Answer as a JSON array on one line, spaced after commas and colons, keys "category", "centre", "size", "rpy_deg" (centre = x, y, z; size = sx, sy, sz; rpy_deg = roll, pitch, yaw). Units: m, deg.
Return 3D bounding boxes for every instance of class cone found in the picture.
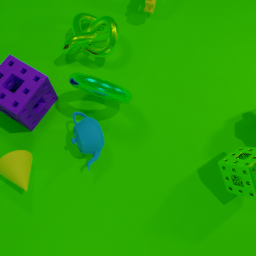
[{"category": "cone", "centre": [-2.852, 1.280, 7.422], "size": [0.984, 0.984, 0.988], "rpy_deg": [-32, 58, -10]}]

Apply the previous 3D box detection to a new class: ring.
[{"category": "ring", "centre": [-0.755, -1.087, 7.792], "size": [1.844, 1.844, 0.369], "rpy_deg": [18, 91, 6]}]

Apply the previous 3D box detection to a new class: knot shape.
[{"category": "knot shape", "centre": [-1.305, -2.847, 8.807], "size": [1.840, 0.909, 1.966], "rpy_deg": [-33, 49, -8]}]

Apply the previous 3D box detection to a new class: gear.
[{"category": "gear", "centre": [0.852, -4.604, 9.196], "size": [0.287, 1.551, 1.551], "rpy_deg": [13, 71, 1]}]

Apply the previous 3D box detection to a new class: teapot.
[{"category": "teapot", "centre": [-1.151, 0.311, 7.809], "size": [0.832, 1.056, 1.699], "rpy_deg": [-17, 77, -20]}]

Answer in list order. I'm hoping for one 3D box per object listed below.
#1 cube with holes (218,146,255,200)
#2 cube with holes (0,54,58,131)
[{"category": "cube with holes", "centre": [3.133, 1.135, 7.306], "size": [0.939, 0.939, 0.939], "rpy_deg": [-30, 106, -26]}, {"category": "cube with holes", "centre": [-3.084, -0.975, 8.101], "size": [1.329, 1.329, 1.329], "rpy_deg": [30, 73, 10]}]
